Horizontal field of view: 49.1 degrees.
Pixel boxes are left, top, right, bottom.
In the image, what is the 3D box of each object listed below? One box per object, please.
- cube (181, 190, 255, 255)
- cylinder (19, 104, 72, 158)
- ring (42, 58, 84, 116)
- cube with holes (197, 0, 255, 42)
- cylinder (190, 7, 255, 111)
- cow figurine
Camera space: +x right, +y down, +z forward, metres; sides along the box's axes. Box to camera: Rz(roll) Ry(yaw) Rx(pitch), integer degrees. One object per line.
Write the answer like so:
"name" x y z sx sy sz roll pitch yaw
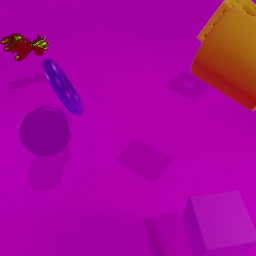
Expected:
"cube" 1.466 1.656 4.655 0.860 0.860 0.860 -7 51 -6
"cylinder" -1.519 0.018 5.292 0.898 0.898 0.898 -10 11 -10
"ring" -1.220 -0.771 5.334 0.246 1.230 1.230 -31 47 0
"cube with holes" 3.106 -2.892 8.180 1.271 1.271 1.271 45 51 7
"cylinder" 1.670 -0.988 4.074 1.095 1.095 1.095 37 52 13
"cow figurine" -3.288 -2.723 9.116 1.242 1.262 0.693 -31 73 1
